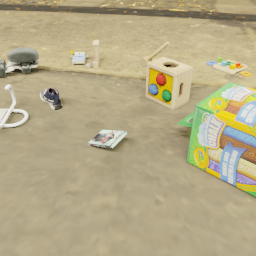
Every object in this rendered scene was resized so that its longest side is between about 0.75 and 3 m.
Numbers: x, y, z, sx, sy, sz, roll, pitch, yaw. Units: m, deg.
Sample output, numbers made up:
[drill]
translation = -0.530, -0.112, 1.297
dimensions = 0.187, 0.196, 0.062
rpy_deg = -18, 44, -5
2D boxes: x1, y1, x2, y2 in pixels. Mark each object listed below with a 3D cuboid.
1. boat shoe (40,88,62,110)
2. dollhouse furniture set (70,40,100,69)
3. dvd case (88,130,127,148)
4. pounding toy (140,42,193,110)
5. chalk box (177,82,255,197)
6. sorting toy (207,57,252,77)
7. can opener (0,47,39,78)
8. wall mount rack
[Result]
[boat shoe]
translation = -2.343, -1.031, 8.447
dimensions = 0.434, 0.539, 1.162
rpy_deg = -25, 43, -31
[dollhouse furniture set]
translation = -1.730, -2.871, 10.861
dimensions = 1.210, 0.789, 1.142
rpy_deg = -1, 35, -1
[dvd case]
translation = -0.493, 0.247, 6.675
dimensions = 0.818, 0.090, 0.597
rpy_deg = 5, 37, 42
[pounding toy]
translation = 0.917, -1.679, 8.405
dimensions = 0.851, 1.634, 1.860
rpy_deg = -28, 44, -34
[chalk box]
translation = 2.306, 0.096, 5.953
dimensions = 2.508, 1.554, 1.565
rpy_deg = 27, 42, 33
[sorting toy]
translation = 3.908, -2.388, 10.644
dimensions = 1.009, 0.244, 1.792
rpy_deg = -27, 43, -33
[can opener]
translation = -4.624, -2.267, 9.959
dimensions = 2.916, 0.969, 0.767
rpy_deg = -13, 38, -11
[wall mount rack]
translation = -3.997, -0.363, 7.154
dimensions = 2.510, 0.936, 2.180
rpy_deg = -1, 35, 0
